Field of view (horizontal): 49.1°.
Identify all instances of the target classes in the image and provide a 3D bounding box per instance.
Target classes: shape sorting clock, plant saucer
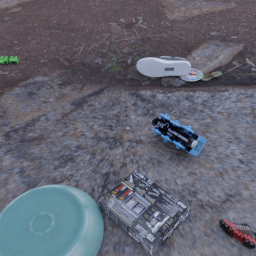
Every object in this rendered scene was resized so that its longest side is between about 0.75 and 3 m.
[{"bbox_3d":[2.828,-2.396,12.566,1.025,0.201,1.025,-2,39,2],"label":"shape sorting clock"},{"bbox_3d":[-2.066,2.444,6.851,2.907,0.523,2.907,-2,42,2],"label":"plant saucer"}]

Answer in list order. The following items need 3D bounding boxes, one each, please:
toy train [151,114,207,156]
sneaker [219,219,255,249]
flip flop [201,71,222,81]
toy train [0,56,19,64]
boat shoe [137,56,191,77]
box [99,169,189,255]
[{"bbox_3d":[1.578,0.196,9.078,1.862,1.064,0.807,33,95,43],"label":"toy train"},{"bbox_3d":[2.758,2.534,6.968,0.977,0.345,0.477,30,50,26],"label":"sneaker"},{"bbox_3d":[3.668,-2.361,12.447,1.027,0.296,0.416,-17,44,-4],"label":"flip flop"},{"bbox_3d":[-5.952,-3.258,13.530,1.357,0.283,0.383,-1,52,0],"label":"toy train"},{"bbox_3d":[1.602,-2.848,12.634,2.406,0.863,0.816,0,33,6],"label":"boat shoe"},{"bbox_3d":[0.408,2.103,7.352,1.874,0.466,1.478,31,50,30],"label":"box"}]
